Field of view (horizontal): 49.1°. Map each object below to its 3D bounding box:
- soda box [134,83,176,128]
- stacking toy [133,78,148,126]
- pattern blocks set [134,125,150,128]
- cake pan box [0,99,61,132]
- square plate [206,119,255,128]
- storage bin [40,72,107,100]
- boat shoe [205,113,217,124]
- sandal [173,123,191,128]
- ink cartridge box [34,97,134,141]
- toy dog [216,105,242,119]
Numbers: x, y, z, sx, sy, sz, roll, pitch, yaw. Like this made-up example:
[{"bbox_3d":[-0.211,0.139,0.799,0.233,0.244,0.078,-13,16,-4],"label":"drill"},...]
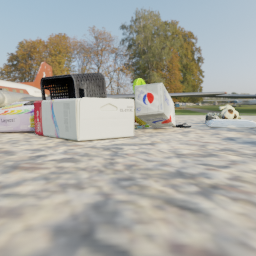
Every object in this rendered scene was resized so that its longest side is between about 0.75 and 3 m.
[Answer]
[{"bbox_3d":[0.972,-0.642,9.293,0.873,0.939,2.752,-5,-10,15],"label":"soda box"},{"bbox_3d":[0.477,-0.974,11.592,0.879,1.884,2.081,-10,-6,30],"label":"stacking toy"},{"bbox_3d":[0.285,-0.064,10.959,1.123,0.104,1.277,1,4,17],"label":"pattern blocks set"},{"bbox_3d":[-3.216,-0.449,9.186,2.118,0.602,2.300,0,17,11],"label":"cake pan box"},{"bbox_3d":[4.387,-0.205,11.850,2.001,0.285,1.982,1,3,12],"label":"square plate"},{"bbox_3d":[-2.172,-1.111,11.027,1.353,1.952,2.887,-13,13,-40],"label":"storage bin"},{"bbox_3d":[4.157,-0.492,14.067,0.589,0.545,1.596,2,4,30],"label":"boat shoe"},{"bbox_3d":[2.095,-0.102,10.997,0.830,0.178,0.316,4,5,44],"label":"sandal"},{"bbox_3d":[-1.200,-0.265,7.369,1.706,0.969,2.341,-3,5,-40],"label":"ink cartridge box"},{"bbox_3d":[5.571,-0.677,15.556,1.314,0.946,1.355,38,21,25],"label":"toy dog"}]
